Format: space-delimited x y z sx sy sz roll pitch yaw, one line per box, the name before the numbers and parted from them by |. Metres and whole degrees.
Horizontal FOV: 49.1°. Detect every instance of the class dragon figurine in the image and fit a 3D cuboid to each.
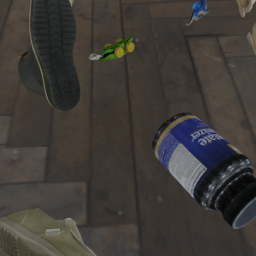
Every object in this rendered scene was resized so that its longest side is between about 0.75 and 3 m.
dragon figurine | 1.849 -3.210 7.555 1.014 0.298 0.504 -36 99 3

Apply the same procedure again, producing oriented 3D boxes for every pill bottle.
pill bottle | 1.311 0.641 4.572 1.046 1.046 1.870 -27 47 -17

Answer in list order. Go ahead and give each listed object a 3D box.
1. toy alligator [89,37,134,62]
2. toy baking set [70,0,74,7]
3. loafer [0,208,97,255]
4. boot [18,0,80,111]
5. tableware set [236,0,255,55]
toy alligator | -0.440 -2.124 7.928 0.571 0.414 1.722 29 48 34
toy baking set | -1.398 -2.972 6.497 0.146 1.253 0.961 -2 99 3
loafer | -1.054 2.036 4.648 2.614 0.989 0.892 24 33 21
boot | -1.852 -1.637 5.642 1.647 2.381 0.922 23 32 39
tableware set | 2.958 -2.582 6.119 0.280 2.410 2.013 -16 90 4
